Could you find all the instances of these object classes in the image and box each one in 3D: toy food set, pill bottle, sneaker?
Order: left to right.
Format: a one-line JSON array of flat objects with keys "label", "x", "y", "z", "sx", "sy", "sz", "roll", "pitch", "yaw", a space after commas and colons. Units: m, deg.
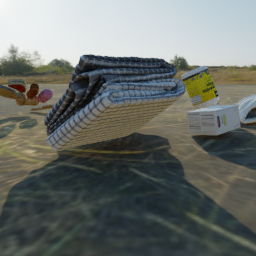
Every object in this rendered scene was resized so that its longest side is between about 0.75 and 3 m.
[{"label": "toy food set", "x": -3.245, "y": -1.152, "z": 9.078, "sx": 1.457, "sy": 0.361, "sz": 2.292, "roll": -6, "pitch": -17, "yaw": 11}, {"label": "pill bottle", "x": 2.251, "y": -1.082, "z": 8.484, "sx": 0.810, "sy": 1.441, "sz": 0.810, "roll": -24, "pitch": 4, "yaw": 2}, {"label": "sneaker", "x": 4.061, "y": -0.749, "z": 7.174, "sx": 2.543, "sy": 0.957, "sz": 1.125, "roll": -32, "pitch": 7, "yaw": 28}]

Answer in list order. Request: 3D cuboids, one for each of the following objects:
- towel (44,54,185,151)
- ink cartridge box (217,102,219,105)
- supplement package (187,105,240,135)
[{"label": "towel", "x": -0.264, "y": -0.437, "z": 4.825, "sx": 2.104, "sy": 0.900, "sz": 1.742, "roll": -12, "pitch": -18, "yaw": -45}, {"label": "ink cartridge box", "x": 2.880, "y": -1.335, "z": 10.381, "sx": 0.460, "sy": 0.793, "sz": 1.098, "roll": -21, "pitch": 35, "yaw": 4}, {"label": "supplement package", "x": 1.874, "y": -0.180, "z": 6.108, "sx": 0.928, "sy": 0.515, "sz": 0.723, "roll": -14, "pitch": 9, "yaw": -39}]
